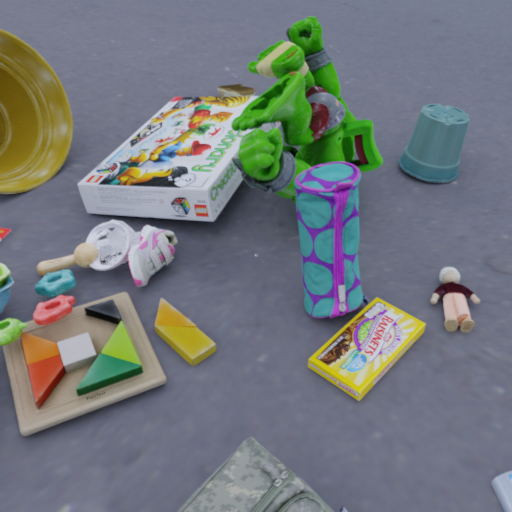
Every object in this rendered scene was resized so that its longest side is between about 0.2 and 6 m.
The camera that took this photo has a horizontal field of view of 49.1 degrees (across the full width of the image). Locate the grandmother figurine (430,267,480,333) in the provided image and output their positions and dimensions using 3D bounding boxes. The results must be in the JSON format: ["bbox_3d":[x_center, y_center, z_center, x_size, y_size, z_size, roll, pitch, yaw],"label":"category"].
[{"bbox_3d":[3.091,0.638,8.702,0.737,0.368,1.216,10,41,-2],"label":"grandmother figurine"}]

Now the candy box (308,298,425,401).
[{"bbox_3d":[1.604,1.271,7.998,0.874,0.226,1.710,31,48,30],"label":"candy box"}]

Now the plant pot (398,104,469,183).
[{"bbox_3d":[3.754,-2.387,11.653,1.290,1.264,1.290,4,39,-3],"label":"plant pot"}]

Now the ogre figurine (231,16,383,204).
[{"bbox_3d":[0.972,-2.325,10.285,2.094,2.558,4.267,-27,35,18],"label":"ogre figurine"}]

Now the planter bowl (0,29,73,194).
[{"bbox_3d":[-5.565,-2.816,11.407,1.380,3.314,3.314,-6,28,41],"label":"planter bowl"}]

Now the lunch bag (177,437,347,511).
[{"bbox_3d":[-0.065,2.884,5.239,1.527,1.269,1.821,38,51,19],"label":"lunch bag"}]

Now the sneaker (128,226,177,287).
[{"bbox_3d":[-1.677,-0.035,9.208,0.594,0.548,1.346,-2,42,13],"label":"sneaker"}]

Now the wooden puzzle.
[{"bbox_3d":[-2.432,1.329,7.806,3.283,0.384,2.214,-23,44,-25],"label":"wooden puzzle"}]

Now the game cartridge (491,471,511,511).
[{"bbox_3d":[3.084,2.662,6.339,0.725,0.147,0.483,-5,35,-7],"label":"game cartridge"}]

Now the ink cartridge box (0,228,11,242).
[{"bbox_3d":[-4.993,-0.371,10.083,0.843,0.189,0.743,7,40,8],"label":"ink cartridge box"}]

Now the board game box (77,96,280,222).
[{"bbox_3d":[-1.348,-2.189,11.624,2.692,0.738,4.265,5,38,19],"label":"board game box"}]

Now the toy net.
[{"bbox_3d":[-2.979,0.163,8.736,1.791,0.659,3.415,15,37,43],"label":"toy net"}]

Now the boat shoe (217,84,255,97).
[{"bbox_3d":[-0.533,-4.030,14.326,0.666,0.597,1.800,-13,26,-15],"label":"boat shoe"}]

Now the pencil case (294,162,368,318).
[{"bbox_3d":[1.095,-0.188,8.139,0.952,2.237,1.034,-13,29,-9],"label":"pencil case"}]
